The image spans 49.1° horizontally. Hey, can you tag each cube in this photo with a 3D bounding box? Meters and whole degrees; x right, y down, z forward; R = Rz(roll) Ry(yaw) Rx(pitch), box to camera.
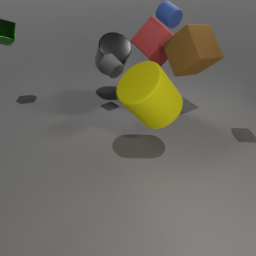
[{"bbox_3d":[2.446,-2.918,10.611,1.400,1.400,1.400,-14,-9,-37],"label":"cube"},{"bbox_3d":[-4.676,-3.589,10.532,0.700,0.700,0.700,5,-9,-34],"label":"cube"},{"bbox_3d":[1.259,-3.798,12.424,1.400,1.400,1.400,47,17,15],"label":"cube"}]

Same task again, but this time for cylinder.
[{"bbox_3d":[-0.696,-3.247,12.421,1.400,1.400,1.400,4,73,-13],"label":"cylinder"},{"bbox_3d":[1.458,-4.011,9.910,0.700,0.700,0.700,-21,57,-33],"label":"cylinder"},{"bbox_3d":[-0.637,-2.426,10.984,0.700,0.700,0.700,-25,64,-37],"label":"cylinder"},{"bbox_3d":[0.618,-0.892,7.847,1.400,1.400,1.400,-19,52,26],"label":"cylinder"}]
